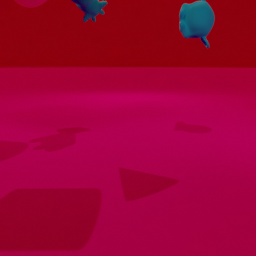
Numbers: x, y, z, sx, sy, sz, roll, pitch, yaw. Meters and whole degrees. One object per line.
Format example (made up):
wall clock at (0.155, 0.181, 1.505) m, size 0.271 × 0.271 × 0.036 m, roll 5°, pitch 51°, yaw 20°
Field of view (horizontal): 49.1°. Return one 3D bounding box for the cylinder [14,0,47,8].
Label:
cylinder at (-2.580, -3.767, 6.607) m, size 1.303 × 1.303 × 1.303 m, roll 41°, pitch 30°, yaw 18°

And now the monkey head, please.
monkey head at (2.045, -3.150, 8.380) m, size 1.000 × 1.659 × 1.193 m, roll -1°, pitch 0°, yaw 10°

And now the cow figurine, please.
cow figurine at (-1.147, -3.527, 7.541) m, size 0.891 × 1.596 × 1.622 m, roll -37°, pitch 37°, yaw 6°
